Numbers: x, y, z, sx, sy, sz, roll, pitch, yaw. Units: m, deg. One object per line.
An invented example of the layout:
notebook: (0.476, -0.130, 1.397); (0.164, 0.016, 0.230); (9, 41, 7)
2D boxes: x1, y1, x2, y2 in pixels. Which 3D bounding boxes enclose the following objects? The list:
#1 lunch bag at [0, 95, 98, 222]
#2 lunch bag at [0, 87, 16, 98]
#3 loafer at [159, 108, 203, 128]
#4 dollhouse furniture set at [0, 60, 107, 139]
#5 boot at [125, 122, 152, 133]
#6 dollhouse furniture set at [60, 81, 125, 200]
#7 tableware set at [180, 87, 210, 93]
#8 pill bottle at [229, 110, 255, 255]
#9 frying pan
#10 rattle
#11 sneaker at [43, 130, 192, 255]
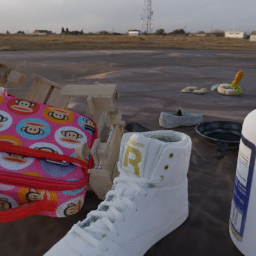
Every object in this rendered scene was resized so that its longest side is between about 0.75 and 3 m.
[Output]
lunch bag: (-1.793, 0.478, 4.525); (2.487, 1.019, 2.190); (11, 36, -9)
lunch bag: (-4.978, -0.907, 9.796); (2.016, 0.937, 2.288); (-6, 20, -17)
loafer: (1.702, -0.351, 8.817); (1.530, 0.534, 0.535); (-9, 21, -24)
dollhouse furniture set: (-2.149, -0.429, 7.168); (2.972, 1.541, 1.316); (23, -5, 3)
boot: (0.170, 0.118, 7.805); (0.909, 0.315, 0.791); (13, 22, 26)
dollhouse furniture set: (-0.553, 0.414, 4.439); (0.923, 2.085, 1.081); (3, 46, 13)
tableware set: (3.304, -1.851, 13.774); (1.345, 0.156, 1.123); (17, 24, 40)
pill bottle: (2.098, 0.484, 3.529); (1.328, 2.392, 1.328); (0, 19, 0)
frying pan: (2.624, 0.329, 7.043); (1.600, 0.430, 2.644); (0, 21, 2)
rattle: (4.705, -2.248, 13.471); (1.094, 1.201, 1.681); (-22, 28, -2)
sneaker: (-0.128, 0.892, 3.534); (1.055, 1.655, 2.864); (16, 26, 35)
